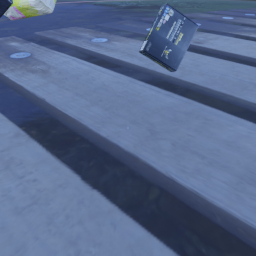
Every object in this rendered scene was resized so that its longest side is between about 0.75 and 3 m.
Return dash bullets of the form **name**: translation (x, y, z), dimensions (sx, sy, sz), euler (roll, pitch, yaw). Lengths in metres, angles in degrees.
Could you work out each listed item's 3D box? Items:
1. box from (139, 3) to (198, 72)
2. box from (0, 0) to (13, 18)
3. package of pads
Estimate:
- **box**: translation (1.234, -2.681, 8.434), dimensions (1.257, 1.594, 0.407), euler (27, 0, -20)
- **box**: translation (-2.172, -1.600, 3.609), dimensions (1.171, 0.738, 1.191), euler (-42, 42, 12)
- **package of pads**: translation (-2.828, -3.911, 8.020), dimensions (1.889, 1.460, 0.644), euler (4, -14, 30)
